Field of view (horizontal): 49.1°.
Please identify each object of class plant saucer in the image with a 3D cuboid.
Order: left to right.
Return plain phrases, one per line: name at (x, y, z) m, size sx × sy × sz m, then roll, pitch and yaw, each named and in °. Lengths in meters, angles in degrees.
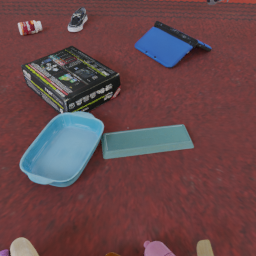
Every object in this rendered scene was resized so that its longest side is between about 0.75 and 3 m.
plant saucer at (0.533, 0.336, 8.014) m, size 2.580 × 0.245 × 0.902 m, roll -7°, pitch 43°, yaw -6°

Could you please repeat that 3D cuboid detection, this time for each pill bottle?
pill bottle at (-4.613, -4.750, 13.222) m, size 0.998 × 0.564 × 0.564 m, roll -18°, pitch 46°, yaw -19°

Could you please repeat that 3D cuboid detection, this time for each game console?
game console at (1.927, -3.492, 12.117) m, size 2.099 × 1.455 × 2.459 m, roll 3°, pitch 32°, yaw -46°

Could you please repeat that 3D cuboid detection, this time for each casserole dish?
casserole dish at (-1.679, 0.560, 7.559) m, size 1.624 × 0.520 × 2.681 m, roll 13°, pitch 45°, yaw 13°

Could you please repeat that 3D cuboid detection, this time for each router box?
router box at (-1.969, -1.642, 9.630) m, size 2.153 × 0.893 × 2.873 m, roll -31°, pitch 51°, yaw -29°

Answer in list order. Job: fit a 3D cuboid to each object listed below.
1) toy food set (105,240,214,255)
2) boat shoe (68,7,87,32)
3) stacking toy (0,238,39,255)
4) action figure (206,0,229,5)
toy food set at (0.137, 2.893, 4.973) m, size 2.948 × 0.464 × 1.874 m, roll -10°, pitch 34°, yaw 6°
boat shoe at (-2.482, -5.403, 13.839) m, size 0.710 × 0.671 × 1.980 m, roll 9°, pitch 44°, yaw 9°
stacking toy at (-2.739, 3.103, 4.425) m, size 2.966 × 1.266 × 1.266 m, roll -29°, pitch 50°, yaw -22°
action figure at (2.412, -4.687, 8.565) m, size 2.485 × 1.617 × 0.862 m, roll -5°, pitch 16°, yaw -16°
